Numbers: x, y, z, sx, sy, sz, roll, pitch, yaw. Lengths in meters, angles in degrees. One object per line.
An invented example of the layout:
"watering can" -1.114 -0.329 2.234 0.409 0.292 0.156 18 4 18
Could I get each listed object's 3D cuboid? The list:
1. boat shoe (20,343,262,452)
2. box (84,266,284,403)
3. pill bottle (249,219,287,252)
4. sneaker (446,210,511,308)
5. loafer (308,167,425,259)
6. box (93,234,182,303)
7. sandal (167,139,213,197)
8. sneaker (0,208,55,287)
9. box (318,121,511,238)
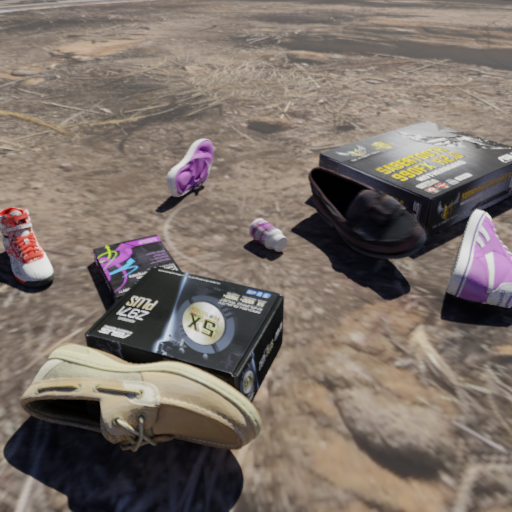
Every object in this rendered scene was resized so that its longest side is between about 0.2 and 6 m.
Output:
"boat shoe" -1.381 1.809 6.493 2.930 1.057 0.952 10 41 20
"box" -0.889 1.123 7.630 2.130 0.917 1.744 12 34 19
"pill bottle" 0.232 -0.376 10.555 0.415 0.415 0.738 -23 41 -32
"sneaker" 4.078 0.099 9.548 1.301 0.827 2.283 17 43 17
"loafer" 1.855 -0.873 10.441 1.090 0.955 3.031 -40 34 -6
"box" -2.027 0.228 9.691 1.211 0.306 1.694 -15 36 -23
"sandal" -1.327 -1.954 12.742 0.521 0.862 2.118 4 39 23
"sneaker" -4.085 -0.217 9.788 0.593 0.952 1.777 -20 37 -29
"box" 3.785 -1.895 12.544 3.824 0.924 3.028 -22 38 -32
